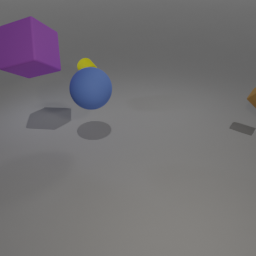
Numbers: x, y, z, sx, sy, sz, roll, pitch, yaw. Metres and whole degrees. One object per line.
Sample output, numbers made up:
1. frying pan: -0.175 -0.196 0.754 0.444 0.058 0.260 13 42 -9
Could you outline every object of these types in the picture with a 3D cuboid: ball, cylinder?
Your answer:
1. ball: -1.227 -1.304 9.274 1.400 1.400 1.400 0 29 0
2. cylinder: -1.768 -2.588 12.239 0.700 0.700 0.700 -16 47 -27

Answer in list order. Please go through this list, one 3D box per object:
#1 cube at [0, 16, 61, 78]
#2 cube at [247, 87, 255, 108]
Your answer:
1. cube: -3.223 -2.564 9.193 1.400 1.400 1.400 -8 -5 20
2. cube: 4.757 -1.114 9.774 0.700 0.700 0.700 45 60 0
